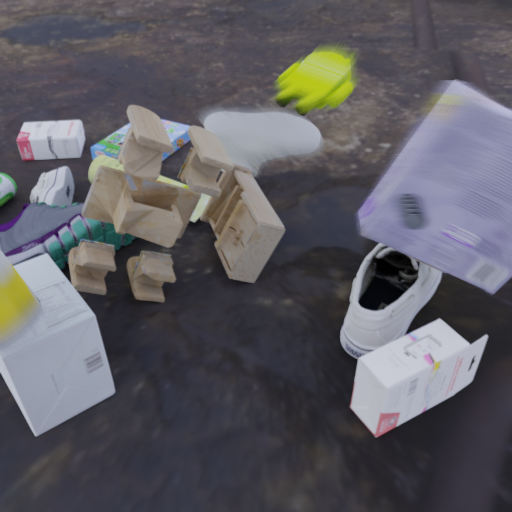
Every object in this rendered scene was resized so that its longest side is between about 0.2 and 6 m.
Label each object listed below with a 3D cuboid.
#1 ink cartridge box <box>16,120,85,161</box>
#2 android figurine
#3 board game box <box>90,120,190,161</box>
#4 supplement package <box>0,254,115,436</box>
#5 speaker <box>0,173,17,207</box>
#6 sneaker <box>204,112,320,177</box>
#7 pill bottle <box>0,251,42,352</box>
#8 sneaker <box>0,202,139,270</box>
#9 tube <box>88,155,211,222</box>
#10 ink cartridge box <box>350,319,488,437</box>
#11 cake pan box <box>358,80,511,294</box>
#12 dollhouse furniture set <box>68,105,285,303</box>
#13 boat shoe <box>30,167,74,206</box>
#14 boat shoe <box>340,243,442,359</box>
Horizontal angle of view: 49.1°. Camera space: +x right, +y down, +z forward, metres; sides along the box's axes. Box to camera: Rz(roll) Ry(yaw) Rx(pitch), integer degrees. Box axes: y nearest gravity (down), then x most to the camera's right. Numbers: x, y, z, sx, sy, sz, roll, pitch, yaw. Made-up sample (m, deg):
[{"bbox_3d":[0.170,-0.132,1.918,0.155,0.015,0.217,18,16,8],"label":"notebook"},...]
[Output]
[{"bbox_3d":[-3.881,-2.210,10.676,1.090,0.462,0.794,-5,39,-5],"label":"ink cartridge box"},{"bbox_3d":[0.703,-2.039,6.549,0.892,0.201,0.980,30,67,29],"label":"android figurine"},{"bbox_3d":[-2.160,-2.170,10.756,1.221,0.295,1.615,17,41,21],"label":"board game box"},{"bbox_3d":[-2.331,0.922,6.080,0.959,1.247,1.304,-26,45,-29],"label":"supplement package"},{"bbox_3d":[-4.362,-0.878,8.984,0.495,0.495,1.119,11,40,13],"label":"speaker"},{"bbox_3d":[0.125,-1.746,9.215,1.861,1.075,0.686,10,55,11],"label":"sneaker"},{"bbox_3d":[-2.416,0.161,4.586,0.723,1.290,0.723,-24,25,12],"label":"pill bottle"},{"bbox_3d":[-2.641,-0.531,7.949,2.581,0.960,1.130,-27,67,-30],"label":"sneaker"},{"bbox_3d":[-1.730,-1.114,9.274,2.191,0.569,0.636,22,81,18],"label":"tube"},{"bbox_3d":[1.748,1.244,6.016,1.428,0.832,0.482,-19,42,-24],"label":"ink cartridge box"},{"bbox_3d":[2.470,-0.647,6.203,2.016,1.856,0.527,22,36,-13],"label":"cake pan box"},{"bbox_3d":[-1.052,-0.679,7.485,2.403,2.207,1.564,12,31,-31],"label":"dollhouse furniture set"},{"bbox_3d":[-3.320,-0.923,8.958,0.559,0.612,1.701,-10,39,-3],"label":"boat shoe"},{"bbox_3d":[1.818,0.190,7.298,0.964,0.880,2.678,22,43,25],"label":"boat shoe"}]
